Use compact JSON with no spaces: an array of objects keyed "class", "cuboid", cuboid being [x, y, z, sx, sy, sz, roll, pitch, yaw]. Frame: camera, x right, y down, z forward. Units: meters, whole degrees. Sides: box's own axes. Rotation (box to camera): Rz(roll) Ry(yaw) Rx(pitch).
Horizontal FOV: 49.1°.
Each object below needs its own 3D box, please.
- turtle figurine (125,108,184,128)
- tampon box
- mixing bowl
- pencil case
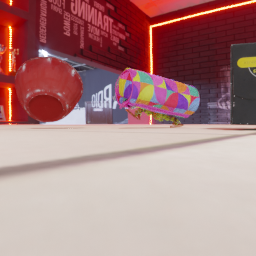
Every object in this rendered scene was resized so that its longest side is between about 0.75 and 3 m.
[{"class":"turtle figurine","cuboid":[0.838,-0.488,8.871,1.827,0.588,1.474,13,7,0]},{"class":"tampon box","cuboid":[3.251,-0.872,6.050,1.878,1.582,2.506,1,4,23]},{"class":"mixing bowl","cuboid":[-2.079,-0.801,7.244,1.802,1.802,0.976,0,43,-7]},{"class":"pencil case","cuboid":[0.807,-0.870,7.740,2.496,1.103,1.103,6,-2,-31]}]
